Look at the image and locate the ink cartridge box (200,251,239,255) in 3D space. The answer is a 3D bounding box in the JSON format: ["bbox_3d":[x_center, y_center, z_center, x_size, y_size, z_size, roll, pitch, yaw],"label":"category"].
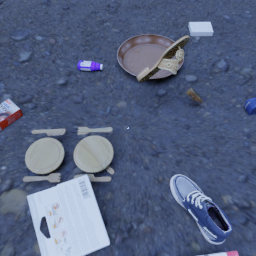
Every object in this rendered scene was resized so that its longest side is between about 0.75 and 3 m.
[{"bbox_3d":[2.206,4.001,7.374,1.600,0.678,1.165,-5,55,-5],"label":"ink cartridge box"}]

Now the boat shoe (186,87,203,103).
[{"bbox_3d":[2.586,-1.220,10.856,0.296,0.871,0.313,-38,31,22],"label":"boat shoe"}]

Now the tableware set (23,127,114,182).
[{"bbox_3d":[-1.964,0.978,9.600,2.995,0.600,1.980,-2,61,3],"label":"tableware set"}]

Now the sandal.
[{"bbox_3d":[1.421,-2.198,10.106,0.899,2.451,0.806,-14,72,-56],"label":"sandal"}]

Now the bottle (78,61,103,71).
[{"bbox_3d":[-1.651,-2.728,12.363,1.074,0.351,0.449,5,53,4],"label":"bottle"}]

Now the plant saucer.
[{"bbox_3d":[0.993,-3.105,12.547,2.948,0.508,2.948,0,54,0],"label":"plant saucer"}]

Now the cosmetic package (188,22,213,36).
[{"bbox_3d":[3.626,-4.939,13.980,1.088,0.281,0.821,0,53,-1],"label":"cosmetic package"}]

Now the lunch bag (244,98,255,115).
[{"bbox_3d":[4.984,-0.898,10.958,0.759,0.516,0.502,-14,56,-10],"label":"lunch bag"}]

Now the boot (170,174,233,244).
[{"bbox_3d":[2.169,2.216,8.385,0.879,1.091,2.416,-27,59,-18],"label":"boot"}]

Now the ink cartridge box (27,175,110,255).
[{"bbox_3d":[-1.722,2.676,8.150,1.851,0.464,2.132,-18,71,-10],"label":"ink cartridge box"}]

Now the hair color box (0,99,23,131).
[{"bbox_3d":[-4.852,-0.410,10.658,0.781,0.450,1.408,37,63,22],"label":"hair color box"}]
